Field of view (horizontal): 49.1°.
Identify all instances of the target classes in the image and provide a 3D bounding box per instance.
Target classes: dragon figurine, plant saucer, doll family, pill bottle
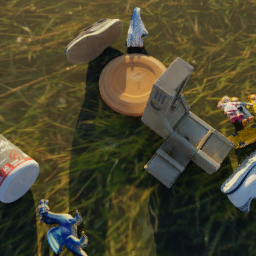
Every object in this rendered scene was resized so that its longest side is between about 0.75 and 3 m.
[{"bbox_3d":[-1.825,3.131,7.946,1.220,0.722,2.454,-19,65,-9],"label":"dragon figurine"},{"bbox_3d":[0.271,-1.726,10.494,2.733,0.441,2.733,0,64,0],"label":"plant saucer"},{"bbox_3d":[4.120,-0.703,9.741,2.038,0.918,1.265,-13,46,2],"label":"doll family"},{"bbox_3d":[-4.131,0.989,8.579,2.526,1.464,1.464,33,68,14],"label":"pill bottle"}]

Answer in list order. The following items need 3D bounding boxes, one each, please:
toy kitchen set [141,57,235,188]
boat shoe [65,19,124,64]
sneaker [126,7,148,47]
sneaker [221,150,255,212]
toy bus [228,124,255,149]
[{"bbox_3d":[1.631,0.216,8.245,2.913,2.628,2.377,38,70,10],"label":"toy kitchen set"},{"bbox_3d":[-1.406,-3.504,11.074,0.926,1.027,2.857,31,62,34],"label":"boat shoe"},{"bbox_3d":[0.438,-4.103,11.593,0.837,0.724,1.931,10,71,-4],"label":"sneaker"},{"bbox_3d":[4.037,1.468,8.769,2.493,0.952,1.003,-41,82,-13],"label":"sneaker"},{"bbox_3d":[4.044,0.269,9.438,1.423,0.557,0.463,-23,68,-11],"label":"toy bus"}]
